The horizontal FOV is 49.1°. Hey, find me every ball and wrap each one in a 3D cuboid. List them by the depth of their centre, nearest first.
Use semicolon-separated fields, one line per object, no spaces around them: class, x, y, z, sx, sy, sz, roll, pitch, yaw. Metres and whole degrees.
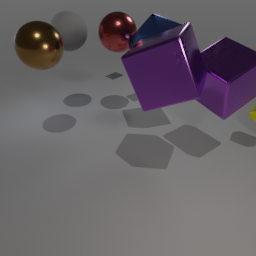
ball;-2.602;-2.418;8.255;1.400;1.400;1.400;0;31;0
ball;-0.371;-3.443;10.086;1.400;1.400;1.400;0;31;0
ball;-2.189;-3.542;10.280;1.400;1.400;1.400;0;31;0

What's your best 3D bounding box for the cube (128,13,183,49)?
cube;1.040;-2.508;9.024;1.400;1.400;1.400;4;65;-34

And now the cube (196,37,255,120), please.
cube;2.678;-1.383;7.760;1.400;1.400;1.400;-34;52;-14

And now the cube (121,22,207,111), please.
cube;0.911;-1.426;6.573;1.400;1.400;1.400;-12;25;29

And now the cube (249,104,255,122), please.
cube;4.559;-0.521;9.252;0.700;0.700;0.700;46;44;0
